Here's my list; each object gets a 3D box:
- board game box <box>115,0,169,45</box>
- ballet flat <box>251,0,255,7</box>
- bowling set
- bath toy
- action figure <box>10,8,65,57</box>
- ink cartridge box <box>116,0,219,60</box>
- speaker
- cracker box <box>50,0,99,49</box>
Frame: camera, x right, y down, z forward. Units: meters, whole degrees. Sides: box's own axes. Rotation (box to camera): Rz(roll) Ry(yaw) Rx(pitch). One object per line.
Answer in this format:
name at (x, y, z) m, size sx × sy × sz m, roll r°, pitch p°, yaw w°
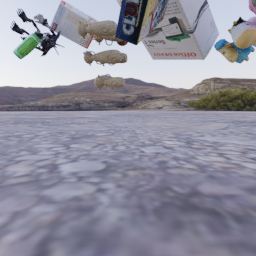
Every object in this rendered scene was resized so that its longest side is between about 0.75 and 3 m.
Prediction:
board game box at (0.574, -3.069, 4.919) m, size 0.471 × 2.724 × 1.845 m, roll 24°, pitch 40°, yaw 9°
ballet flat at (3.003, -2.966, 5.584) m, size 1.215 × 0.409 × 0.387 m, roll -43°, pitch 1°, yaw 14°
bowling set at (-0.761, -2.772, 10.078) m, size 1.363 × 2.539 × 1.767 m, roll 2°, pitch 33°, yaw 14°
bath toy at (3.269, -2.862, 6.706) m, size 1.046 × 2.830 × 1.230 m, roll 38°, pitch 50°, yaw 7°
action figure at (-3.318, -3.415, 10.114) m, size 2.075 × 1.234 × 1.059 m, roll 34°, pitch 1°, yaw 13°
ink cartridge box at (1.108, -3.232, 7.876) m, size 2.005 × 1.157 × 2.744 m, roll 13°, pitch -26°, yaw 43°
speaker at (-3.008, -2.430, 8.334) m, size 0.833 × 0.368 × 0.368 m, roll -42°, pitch 3°, yaw 2°
cracker box at (-1.987, -3.854, 10.520) m, size 1.607 × 1.076 × 0.463 m, roll 25°, pitch 38°, yaw -21°
